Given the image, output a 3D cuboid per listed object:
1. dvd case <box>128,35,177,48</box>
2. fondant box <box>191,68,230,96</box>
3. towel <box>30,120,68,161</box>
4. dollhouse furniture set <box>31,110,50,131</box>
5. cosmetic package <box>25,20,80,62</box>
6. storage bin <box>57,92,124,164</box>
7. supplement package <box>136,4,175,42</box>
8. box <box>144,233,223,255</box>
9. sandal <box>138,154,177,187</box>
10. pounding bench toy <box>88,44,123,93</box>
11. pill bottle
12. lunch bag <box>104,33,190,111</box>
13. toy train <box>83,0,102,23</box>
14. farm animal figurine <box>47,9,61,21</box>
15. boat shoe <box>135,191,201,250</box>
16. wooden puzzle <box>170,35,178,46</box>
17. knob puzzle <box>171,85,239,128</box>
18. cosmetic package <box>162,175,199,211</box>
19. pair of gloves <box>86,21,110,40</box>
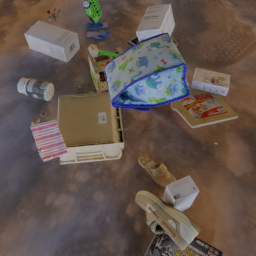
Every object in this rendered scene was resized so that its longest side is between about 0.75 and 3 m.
[{"bbox_3d":[1.280,-4.393,14.752,2.120,0.262,1.593,38,63,22],"label":"dvd case"},{"bbox_3d":[3.836,-2.161,12.986,1.614,0.470,1.164,14,45,11],"label":"fondant box"},{"bbox_3d":[-2.305,0.348,8.241,0.809,0.165,1.106,-19,88,-33],"label":"towel"},{"bbox_3d":[-3.446,0.040,11.801,1.182,0.577,1.008,39,62,-4],"label":"dollhouse furniture set"},{"bbox_3d":[-3.852,-4.464,14.335,2.397,1.017,1.290,23,60,16],"label":"cosmetic package"},{"bbox_3d":[-1.528,-0.057,11.263,2.541,1.199,2.559,-5,56,-4],"label":"storage bin"},{"bbox_3d":[1.438,-5.042,14.111,1.224,1.271,2.235,4,52,26],"label":"supplement package"},{"bbox_3d":[1.661,4.145,8.808,2.104,0.508,1.666,27,60,17],"label":"box"},{"bbox_3d":[1.087,1.525,10.537,1.798,0.592,0.659,39,64,23],"label":"sandal"},{"bbox_3d":[-0.769,-2.873,12.548,1.716,2.200,1.366,-16,57,-10],"label":"pounding bench toy"},{"bbox_3d":[-4.154,-1.778,12.640,1.438,0.813,0.813,15,57,10],"label":"pill bottle"},{"bbox_3d":[0.524,-1.770,9.434,2.570,1.637,2.185,-16,43,2],"label":"lunch bag"},{"bbox_3d":[-1.609,-5.312,12.508,0.503,2.411,0.680,32,94,0],"label":"toy train"},{"bbox_3d":[-4.225,-6.451,16.093,0.793,0.413,0.784,-6,68,-13],"label":"farm animal figurine"},{"bbox_3d":[0.969,2.818,8.808,0.909,1.010,2.799,-47,30,-16],"label":"boat shoe"},{"bbox_3d":[2.042,-4.515,14.584,0.922,0.172,0.853,-14,56,-12],"label":"wooden puzzle"},{"bbox_3d":[3.046,-1.027,12.338,2.941,0.408,2.941,4,43,-4],"label":"knob puzzle"},{"bbox_3d":[1.695,2.295,9.321,0.882,1.736,0.643,-20,58,-13],"label":"cosmetic package"},{"bbox_3d":[-1.667,-5.458,15.524,1.303,0.185,1.620,-2,55,-1],"label":"pair of gloves"}]
